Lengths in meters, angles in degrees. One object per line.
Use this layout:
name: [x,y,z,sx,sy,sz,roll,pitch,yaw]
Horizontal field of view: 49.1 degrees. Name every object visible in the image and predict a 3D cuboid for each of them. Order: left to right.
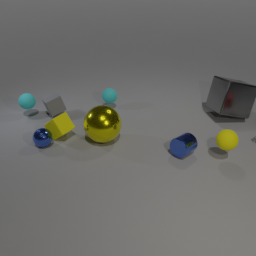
ball: [-4.362,-1.149,12.120,0.700,0.700,0.700,0,29,0]
ball: [-3.109,0.349,10.200,0.700,0.700,0.700,0,29,0]
cube: [-3.214,-1.022,12.201,0.700,0.700,0.700,-30,29,-18]
cube: [-2.601,-0.068,10.671,0.700,0.700,0.700,-25,9,41]
ball: [-0.935,-0.147,10.344,1.400,1.400,1.400,0,29,0]
ball: [-0.845,-1.479,12.865,0.700,0.700,0.700,0,29,0]
cylinder: [1.922,0.586,9.683,0.700,0.700,0.700,-22,36,-40]
ball: [3.264,0.397,9.224,0.700,0.700,0.700,0,29,0]
cube: [4.415,-1.338,12.019,1.400,1.400,1.400,8,18,-14]
